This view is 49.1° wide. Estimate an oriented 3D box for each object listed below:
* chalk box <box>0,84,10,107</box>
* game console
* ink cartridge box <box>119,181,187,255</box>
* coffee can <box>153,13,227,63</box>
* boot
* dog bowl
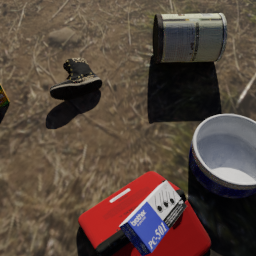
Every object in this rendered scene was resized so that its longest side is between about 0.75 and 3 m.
[{"bbox_3d":[-5.749,-1.276,10.739,1.833,1.136,1.144,-27,60,-17],"label":"chalk box"},{"bbox_3d":[0.435,2.998,8.136,2.886,1.713,2.487,-29,28,-20],"label":"game console"},{"bbox_3d":[0.603,1.917,6.137,0.772,0.363,1.643,50,43,7],"label":"ink cartridge box"},{"bbox_3d":[2.537,-3.833,12.027,2.769,2.026,2.026,-1,54,-1],"label":"coffee can"},{"bbox_3d":[-2.316,-2.061,11.511,2.151,0.787,1.620,-19,57,-18],"label":"boot"},{"bbox_3d":[3.392,0.880,9.195,2.671,1.052,2.671,0,54,0],"label":"dog bowl"}]
